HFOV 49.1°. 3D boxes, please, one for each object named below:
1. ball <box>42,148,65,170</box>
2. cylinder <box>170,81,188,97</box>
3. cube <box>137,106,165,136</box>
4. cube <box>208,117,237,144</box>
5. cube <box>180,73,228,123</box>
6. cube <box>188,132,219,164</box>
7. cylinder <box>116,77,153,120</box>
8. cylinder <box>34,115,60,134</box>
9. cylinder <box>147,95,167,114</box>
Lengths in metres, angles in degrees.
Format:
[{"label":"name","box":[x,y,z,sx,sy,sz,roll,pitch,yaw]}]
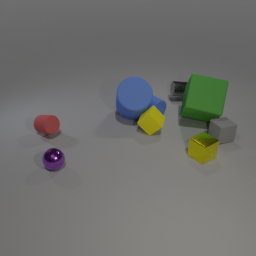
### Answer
[{"label":"ball","box":[-2.353,0.981,8.870,0.700,0.700,0.700,0,30,0]},{"label":"cylinder","box":[2.408,-1.836,13.164,0.700,0.700,0.700,3,30,-9]},{"label":"cube","box":[0.899,-0.285,10.713,0.700,0.700,0.700,-36,17,34]},{"label":"cube","box":[3.485,0.088,10.364,0.700,0.700,0.700,-9,30,-17]},{"label":"cube","box":[2.963,-1.140,11.089,1.400,1.400,1.400,13,-10,4]},{"label":"cube","box":[2.521,0.664,9.415,0.700,0.700,0.700,-20,36,-30]},{"label":"cylinder","box":[0.217,-1.177,11.351,1.400,1.400,1.400,-3,-12,-5]},{"label":"cylinder","box":[-3.040,-0.142,10.487,0.700,0.700,0.700,4,26,39]},{"label":"cylinder","box":[1.196,-0.982,12.208,0.700,0.700,0.700,-19,35,-29]}]
